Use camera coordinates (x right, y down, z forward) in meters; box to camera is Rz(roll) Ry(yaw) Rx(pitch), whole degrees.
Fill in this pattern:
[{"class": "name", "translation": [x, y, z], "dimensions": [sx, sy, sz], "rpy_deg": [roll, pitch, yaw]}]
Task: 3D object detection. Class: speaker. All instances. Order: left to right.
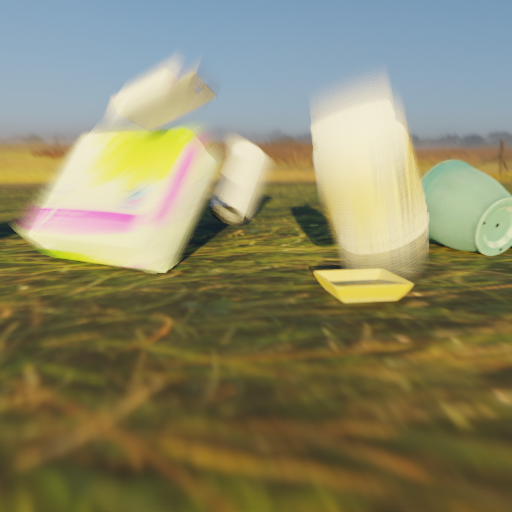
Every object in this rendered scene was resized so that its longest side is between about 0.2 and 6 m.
[{"class": "speaker", "translation": [-0.395, -1.629, 12.498], "dimensions": [0.738, 1.818, 0.738], "rpy_deg": [14, -30, 8]}]

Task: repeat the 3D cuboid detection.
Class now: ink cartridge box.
[{"class": "ink cartridge box", "translation": [-1.154, -2.041, 7.221], "dimensions": [1.087, 0.235, 1.067], "rpy_deg": [-25, -4, 9]}]

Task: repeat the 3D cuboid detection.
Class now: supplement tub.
[{"class": "supplement tub", "translation": [1.110, -0.769, 5.550], "dimensions": [0.932, 1.291, 0.932], "rpy_deg": [-19, 20, 7]}]

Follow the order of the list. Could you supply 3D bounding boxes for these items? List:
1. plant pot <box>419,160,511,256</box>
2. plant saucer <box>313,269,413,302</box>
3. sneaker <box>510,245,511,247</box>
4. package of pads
[{"class": "plant pot", "translation": [3.892, -0.765, 10.144], "dimensions": [1.604, 1.604, 1.507], "rpy_deg": [-4, 26, -25]}, {"class": "plant saucer", "translation": [1.285, 0.371, 6.901], "dimensions": [0.968, 0.235, 0.968], "rpy_deg": [-2, 10, -9]}, {"class": "sneaker", "translation": [5.584, -0.440, 10.160], "dimensions": [2.194, 0.811, 0.902], "rpy_deg": [-7, 9, 8]}, {"class": "package of pads", "translation": [-2.159, -0.962, 8.939], "dimensions": [2.777, 2.145, 0.947], "rpy_deg": [6, -26, 36]}]
